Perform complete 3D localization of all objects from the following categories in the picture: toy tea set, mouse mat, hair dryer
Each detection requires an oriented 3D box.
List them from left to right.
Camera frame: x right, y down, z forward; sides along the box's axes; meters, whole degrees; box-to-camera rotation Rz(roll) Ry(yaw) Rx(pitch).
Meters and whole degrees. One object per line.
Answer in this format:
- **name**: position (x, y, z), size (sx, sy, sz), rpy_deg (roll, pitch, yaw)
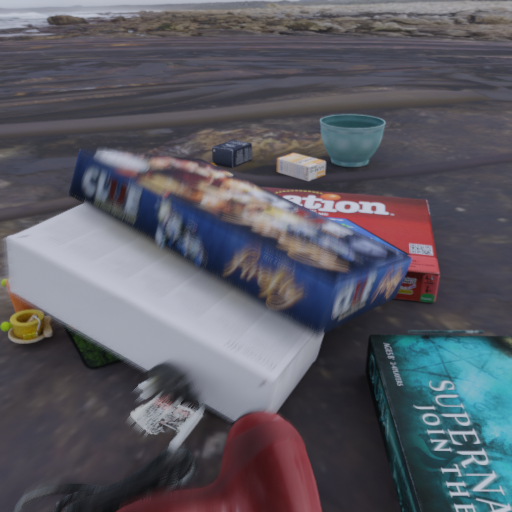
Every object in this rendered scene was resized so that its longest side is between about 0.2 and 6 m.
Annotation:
- **toy tea set**: position (-2.247, 0.424, 6.976), size (1.826, 0.676, 1.086), rpy_deg (-11, 28, -26)
- **mouse mat**: position (-1.684, 0.764, 7.127), size (1.458, 0.068, 1.812), rpy_deg (-15, 31, -28)
- **hair dryer**: position (-0.426, 1.957, 4.307), size (2.525, 0.686, 1.923), rpy_deg (15, 47, 35)

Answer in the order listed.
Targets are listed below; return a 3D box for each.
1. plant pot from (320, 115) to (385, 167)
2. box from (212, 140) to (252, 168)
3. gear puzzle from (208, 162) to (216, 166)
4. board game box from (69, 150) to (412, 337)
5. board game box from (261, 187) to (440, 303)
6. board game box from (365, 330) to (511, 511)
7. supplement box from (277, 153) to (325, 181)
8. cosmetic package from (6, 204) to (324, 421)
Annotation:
- **plant pot**: position (2.213, -2.653, 13.054), size (1.484, 0.994, 1.484), rpy_deg (-1, 26, 0)
- **box**: position (-0.562, -2.412, 13.196), size (0.608, 0.429, 0.822), rpy_deg (17, 31, 31)
- **gear puzzle**: position (-2.085, -1.849, 12.253), size (2.532, 0.332, 1.311), rpy_deg (-11, 26, -27)
- **board game box**: position (-0.138, -0.346, 6.620), size (3.440, 0.595, 2.330), rpy_deg (28, 19, 26)
- **board game box**: position (-0.035, -0.439, 9.058), size (5.539, 0.539, 2.851), rpy_deg (5, 25, 11)
- **board game box**: position (2.540, 1.950, 4.075), size (2.841, 0.591, 4.201), rpy_deg (0, 26, 1)
- **supplement box**: position (0.990, -1.977, 12.399), size (0.937, 0.344, 0.590), rpy_deg (23, 35, 38)
- **cosmetic package**: position (-0.994, 0.502, 6.088), size (3.283, 0.831, 1.355), rpy_deg (25, 32, 19)
